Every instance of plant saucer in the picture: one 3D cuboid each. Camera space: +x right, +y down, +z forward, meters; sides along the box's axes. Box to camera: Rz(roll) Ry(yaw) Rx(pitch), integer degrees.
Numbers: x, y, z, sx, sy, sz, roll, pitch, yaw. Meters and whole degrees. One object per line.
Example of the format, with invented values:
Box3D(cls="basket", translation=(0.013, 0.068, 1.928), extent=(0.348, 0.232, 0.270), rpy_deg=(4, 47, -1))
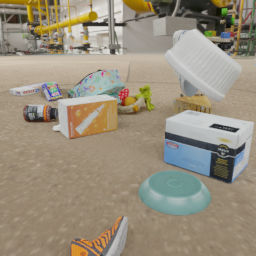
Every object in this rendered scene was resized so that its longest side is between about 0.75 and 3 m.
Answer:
Box3D(cls="plant saucer", translation=(1.114, 1.440, 6.726), extent=(1.732, 0.311, 1.732), rpy_deg=(0, 19, 0))

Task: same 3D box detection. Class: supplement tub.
Box3D(cls="supplement tub", translation=(-3.733, -0.631, 12.061), extent=(1.368, 0.732, 0.732), rpy_deg=(1, 19, 1))

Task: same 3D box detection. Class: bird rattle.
Box3D(cls="bird rattle", translation=(0.089, -1.369, 13.706), extent=(2.277, 1.283, 1.857), rpy_deg=(6, 36, 25))

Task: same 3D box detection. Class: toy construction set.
Box3D(cls="toy construction set", translation=(3.294, -3.211, 11.750), extent=(2.059, 2.679, 2.235), rpy_deg=(5, 45, 23))

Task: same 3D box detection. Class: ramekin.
Box3D(cls="ramekin", translation=(2.399, -2.022, 8.759), extent=(2.331, 1.224, 2.331), rpy_deg=(31, 24, -16))

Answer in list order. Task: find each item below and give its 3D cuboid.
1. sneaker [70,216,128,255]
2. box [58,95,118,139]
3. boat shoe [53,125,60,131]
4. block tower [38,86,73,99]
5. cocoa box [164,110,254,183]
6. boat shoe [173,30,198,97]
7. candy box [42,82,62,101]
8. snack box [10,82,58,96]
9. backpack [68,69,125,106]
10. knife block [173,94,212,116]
Box3D(cls="sneaker", translation=(-0.516, 1.969, 4.821), extent=(0.804, 0.557, 1.435), rpy_deg=(7, 20, 16))
Box3D(cls="box", translation=(-1.519, -0.488, 10.778), extent=(2.058, 1.280, 1.003), rpy_deg=(-11, 22, -29))
Box3D(cls="boat shoe", translation=(-2.469, -0.165, 11.198), extent=(1.170, 0.406, 0.414), rpy_deg=(-15, 24, -37))
Box3D(cls="block tower", translation=(-4.094, -2.123, 16.554), extent=(2.237, 0.647, 0.604), rpy_deg=(5, 19, 9))
Box3D(cls="cocoa box", translation=(2.253, 0.438, 7.981), extent=(2.087, 1.369, 1.392), rpy_deg=(15, 24, 36))
Box3D(cls="boat shoe", translation=(2.137, -2.528, 11.003), extent=(0.960, 2.599, 1.108), rpy_deg=(-26, 31, -16))
Box3D(cls="candy box", translation=(-4.292, -2.065, 15.787), extent=(0.373, 0.969, 0.819), rpy_deg=(-21, 3, 39))
Box3D(cls="snack box", translation=(-5.999, -2.551, 18.137), extent=(1.076, 0.364, 2.992), rpy_deg=(13, 23, 32))
Box3D(cls="backpack", translation=(-1.291, -1.583, 12.454), extent=(2.106, 1.786, 2.372), rpy_deg=(-18, -11, -42))
Box3D(cls="knife block", translation=(3.322, -1.005, 12.894), extent=(2.358, 0.859, 2.686), rpy_deg=(-15, 23, -34))
